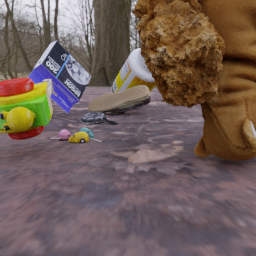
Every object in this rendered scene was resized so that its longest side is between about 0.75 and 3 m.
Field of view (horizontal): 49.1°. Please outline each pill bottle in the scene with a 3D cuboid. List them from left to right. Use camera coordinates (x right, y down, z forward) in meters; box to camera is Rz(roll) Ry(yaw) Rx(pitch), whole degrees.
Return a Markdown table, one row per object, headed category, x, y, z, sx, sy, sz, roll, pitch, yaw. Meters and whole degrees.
| category | x | y | z | sx | sy | sz | roll | pitch | yaw |
| --- | --- | --- | --- | --- | --- | --- | --- | --- | --- |
| pill bottle | 0.473 | -2.160 | 11.573 | 1.567 | 1.567 | 2.869 | -5 | -24 | -28 |

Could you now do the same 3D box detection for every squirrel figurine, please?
| category | x | y | z | sx | sy | sz | roll | pitch | yaw |
| --- | --- | --- | --- | --- | --- | --- | --- | --- | --- |
| squirrel figurine | 1.307 | -0.885 | 4.401 | 2.924 | 2.729 | 2.069 | 7 | -9 | -28 |

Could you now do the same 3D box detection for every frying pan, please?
| category | x | y | z | sx | sy | sz | roll | pitch | yaw |
| --- | --- | --- | --- | --- | --- | --- | --- | --- | --- |
| frying pan | -0.939 | -0.259 | 8.441 | 0.796 | 0.214 | 1.316 | -18 | 23 | -26 |

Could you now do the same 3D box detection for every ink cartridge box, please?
| category | x | y | z | sx | sy | sz | roll | pitch | yaw |
| --- | --- | --- | --- | --- | --- | --- | --- | --- | --- |
| ink cartridge box | -2.216 | -1.725 | 9.465 | 0.395 | 1.803 | 1.820 | -16 | 42 | 37 |

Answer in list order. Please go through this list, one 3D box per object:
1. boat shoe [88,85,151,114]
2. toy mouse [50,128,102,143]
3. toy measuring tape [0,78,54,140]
| category | x | y | z | sx | sy | sz | roll | pitch | yaw |
| --- | --- | --- | --- | --- | --- | --- | --- | --- | --- |
| boat shoe | -0.295 | -0.889 | 10.446 | 2.396 | 0.776 | 0.862 | -16 | 47 | 10 |
| toy mouse | -1.163 | 0.129 | 6.263 | 1.086 | 0.210 | 0.966 | -1 | 10 | -9 |
| toy measuring tape | -2.007 | -0.514 | 5.377 | 1.100 | 1.100 | 2.991 | -2 | 19 | -12 |
